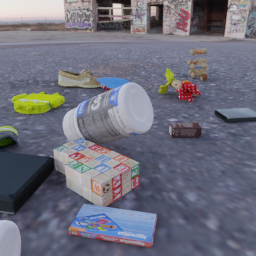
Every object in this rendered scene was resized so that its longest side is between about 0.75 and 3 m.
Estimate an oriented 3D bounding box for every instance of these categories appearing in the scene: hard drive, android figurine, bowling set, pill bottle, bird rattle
[{"bbox_3d":[-3.556,1.184,6.964,2.836,0.466,1.979,4,22,11],"label":"hard drive"},{"bbox_3d":[-4.170,-1.206,12.916,2.312,0.522,2.540,6,21,15],"label":"android figurine"},{"bbox_3d":[4.556,-3.908,18.435,1.311,2.442,1.699,0,55,18],"label":"bowling set"},{"bbox_3d":[-0.665,-0.290,8.348,2.557,1.454,1.454,-16,9,36],"label":"pill bottle"},{"bbox_3d":[-2.827,1.951,4.251,2.073,1.080,1.080,1,22,1],"label":"pill bottle"},{"bbox_3d":[4.518,-0.535,11.560,1.520,0.250,1.061,-4,22,-9],"label":"hard drive"},{"bbox_3d":[2.888,-2.162,14.458,1.994,1.378,2.446,2,18,-44],"label":"bird rattle"}]

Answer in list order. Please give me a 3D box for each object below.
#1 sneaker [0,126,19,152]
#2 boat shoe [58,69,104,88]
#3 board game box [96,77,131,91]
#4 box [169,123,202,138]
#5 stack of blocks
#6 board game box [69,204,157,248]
[{"bbox_3d":[-4.314,0.446,8.521,2.029,0.749,0.821,-17,30,-32],"label":"sneaker"},{"bbox_3d":[-2.642,-2.953,16.552,2.990,0.992,1.106,1,21,-3],"label":"boat shoe"},{"bbox_3d":[-0.652,-2.337,15.854,1.890,0.466,2.392,-8,28,-31],"label":"board game box"},{"bbox_3d":[2.007,0.072,9.876,1.060,0.397,0.531,-2,22,-1],"label":"box"},{"bbox_3d":[-0.960,1.026,7.107,2.232,0.654,1.285,19,29,39],"label":"stack of blocks"},{"bbox_3d":[-0.268,1.912,5.578,1.605,0.156,0.826,5,21,12],"label":"board game box"}]
